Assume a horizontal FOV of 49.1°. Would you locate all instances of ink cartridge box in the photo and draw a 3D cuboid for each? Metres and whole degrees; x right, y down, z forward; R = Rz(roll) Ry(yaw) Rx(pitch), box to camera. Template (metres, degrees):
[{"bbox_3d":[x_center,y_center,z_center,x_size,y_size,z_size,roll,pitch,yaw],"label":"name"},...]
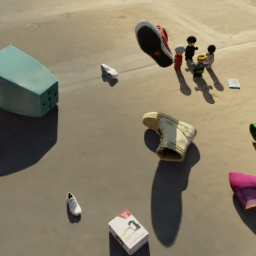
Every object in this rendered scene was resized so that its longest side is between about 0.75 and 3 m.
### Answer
[{"bbox_3d":[0.016,3.036,8.208,0.736,0.418,1.009,-30,50,-29],"label":"ink cartridge box"}]

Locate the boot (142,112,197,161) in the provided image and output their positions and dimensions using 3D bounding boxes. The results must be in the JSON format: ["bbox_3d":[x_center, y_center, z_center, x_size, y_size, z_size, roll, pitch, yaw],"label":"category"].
[{"bbox_3d":[1.342,0.328,10.883,2.272,0.827,1.766,22,46,17],"label":"boot"}]

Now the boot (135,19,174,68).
[{"bbox_3d":[1.061,-4.072,12.064,0.978,2.701,1.948,-19,59,25],"label":"boot"}]

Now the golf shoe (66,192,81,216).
[{"bbox_3d":[-1.753,2.411,8.914,0.319,0.397,0.816,-23,49,-26],"label":"golf shoe"}]

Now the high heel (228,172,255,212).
[{"bbox_3d":[4.832,1.725,9.171,2.857,0.963,1.373,-10,54,-6],"label":"high heel"}]

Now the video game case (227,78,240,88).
[{"bbox_3d":[5.373,-2.288,14.272,0.543,0.068,0.759,3,43,3],"label":"video game case"}]

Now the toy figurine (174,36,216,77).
[{"bbox_3d":[3.588,-3.877,15.016,1.986,1.403,2.017,30,50,29],"label":"toy figurine"}]

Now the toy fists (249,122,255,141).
[{"bbox_3d":[5.711,0.566,10.645,1.217,0.821,2.387,-13,45,-4],"label":"toy fists"}]

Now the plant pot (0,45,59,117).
[{"bbox_3d":[-4.646,-1.874,12.469,2.912,2.057,2.058,26,48,11],"label":"plant pot"}]

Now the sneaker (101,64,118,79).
[{"bbox_3d":[-0.998,-2.991,14.824,0.505,0.444,1.261,-22,53,-32],"label":"sneaker"}]
